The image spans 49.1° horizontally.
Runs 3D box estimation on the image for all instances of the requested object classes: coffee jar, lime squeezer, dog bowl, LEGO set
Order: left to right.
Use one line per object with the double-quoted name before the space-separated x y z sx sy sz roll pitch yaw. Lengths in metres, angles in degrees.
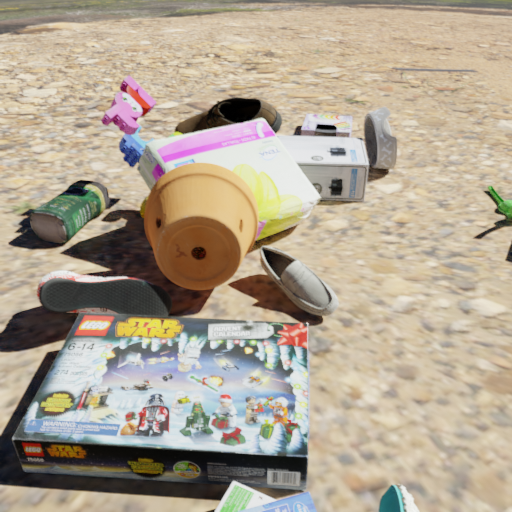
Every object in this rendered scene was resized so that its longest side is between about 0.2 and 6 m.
"coffee jar" -4.005 -1.017 12.229 0.930 0.761 1.784 10 34 17
"LEGO set" -2.091 -1.754 12.328 3.875 1.478 1.590 44 54 -9
"dog bowl" 3.227 -3.048 14.700 0.480 1.638 1.638 -9 33 -1
"lime squeezer" 5.764 -1.253 12.675 0.451 0.845 2.393 -19 2 0

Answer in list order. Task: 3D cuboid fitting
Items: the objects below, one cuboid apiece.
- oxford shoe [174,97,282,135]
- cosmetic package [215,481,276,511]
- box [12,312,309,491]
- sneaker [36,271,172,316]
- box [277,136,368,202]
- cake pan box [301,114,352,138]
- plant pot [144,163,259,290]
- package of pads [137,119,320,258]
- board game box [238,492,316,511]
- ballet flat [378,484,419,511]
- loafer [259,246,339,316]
"oxford shoe" -0.972 -3.651 14.860 3.075 1.298 1.117 -9 71 24
"cosmetic package" 0.094 3.019 6.137 1.075 0.456 0.579 14 36 22
"box" -1.061 1.855 7.733 3.583 0.715 2.453 2 32 3
"sneaker" -2.606 0.647 9.567 2.169 0.724 1.162 7 2 -26
"box" 1.065 -2.226 13.945 3.222 0.969 1.879 3 32 5
"cake pan box" 2.161 -3.878 17.097 1.478 0.420 1.605 5 33 11
"plant pot" -0.973 -0.385 9.904 2.128 2.128 1.489 -2 31 -3
"package of pads" -0.466 -1.432 11.548 3.170 1.081 2.449 -23 72 -35
"board game box" -0.485 3.716 4.448 2.927 0.638 2.942 -12 40 -9
"ballet flat" 1.584 3.268 5.798 0.622 0.622 1.732 5 35 8
"loafer" 0.687 0.419 9.898 0.647 0.646 1.852 -47 51 -9
